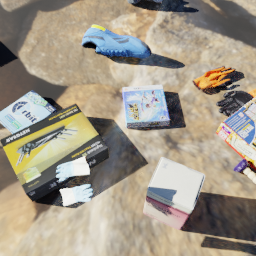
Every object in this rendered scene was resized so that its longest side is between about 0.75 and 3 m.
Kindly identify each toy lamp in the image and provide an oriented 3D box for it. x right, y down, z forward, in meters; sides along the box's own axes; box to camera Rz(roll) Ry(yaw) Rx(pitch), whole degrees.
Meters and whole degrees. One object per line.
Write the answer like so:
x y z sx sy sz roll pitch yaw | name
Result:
3.590 1.562 7.283 0.519 0.519 1.783 -34 63 -20 | toy lamp

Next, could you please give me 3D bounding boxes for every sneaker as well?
-0.457 -2.876 10.151 2.614 0.862 1.025 23 72 15 | sneaker

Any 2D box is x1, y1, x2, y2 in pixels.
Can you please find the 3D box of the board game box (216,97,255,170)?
4.305 0.405 7.863 2.157 0.659 2.848 -33 65 -20 | board game box

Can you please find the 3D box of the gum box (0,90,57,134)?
-3.133 -0.401 8.721 1.204 0.316 1.417 36 63 22 | gum box

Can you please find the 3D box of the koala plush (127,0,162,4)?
0.787 -5.899 12.069 1.458 1.340 1.293 6 39 -20 | koala plush

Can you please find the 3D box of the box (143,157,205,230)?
1.020 1.589 6.574 1.047 1.638 0.892 22 59 14 | box

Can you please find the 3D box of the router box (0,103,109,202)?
-2.029 0.591 7.850 2.406 0.628 1.892 -30 61 -18 | router box

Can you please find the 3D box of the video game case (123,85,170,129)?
0.539 -0.711 8.921 1.330 0.334 1.468 -5 56 -2 | video game case

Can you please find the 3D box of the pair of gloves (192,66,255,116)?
3.331 -1.273 9.365 1.768 0.245 1.984 -24 62 -17 | pair of gloves

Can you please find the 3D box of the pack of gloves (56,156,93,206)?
-1.077 1.046 5.318 0.191 0.970 0.815 -4 76 -51 | pack of gloves
